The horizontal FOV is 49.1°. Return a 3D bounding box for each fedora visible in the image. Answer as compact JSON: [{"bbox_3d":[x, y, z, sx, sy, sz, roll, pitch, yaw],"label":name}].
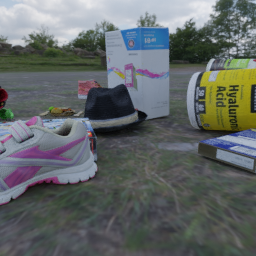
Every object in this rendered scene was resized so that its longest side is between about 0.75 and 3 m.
[{"bbox_3d":[-0.567,-0.668,8.157,2.443,1.115,2.443,-7,13,2],"label":"fedora"}]

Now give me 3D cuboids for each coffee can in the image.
[{"bbox_3d":[3.958,-1.190,8.874,2.710,1.983,1.983,7,16,30],"label":"coffee can"}]

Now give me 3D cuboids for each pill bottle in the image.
[{"bbox_3d":[3.176,-0.735,7.287,2.938,1.635,1.635,1,13,30],"label":"pill bottle"}]

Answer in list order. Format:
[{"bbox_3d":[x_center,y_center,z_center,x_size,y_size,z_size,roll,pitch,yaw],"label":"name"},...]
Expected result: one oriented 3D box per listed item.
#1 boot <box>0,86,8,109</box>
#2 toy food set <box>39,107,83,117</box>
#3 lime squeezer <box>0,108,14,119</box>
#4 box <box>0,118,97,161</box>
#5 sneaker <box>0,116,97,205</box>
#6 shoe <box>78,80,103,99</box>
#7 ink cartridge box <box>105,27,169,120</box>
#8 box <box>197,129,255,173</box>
[{"bbox_3d":[-4.673,-0.907,9.256,1.796,0.873,2.386,-10,12,26],"label":"boot"},{"bbox_3d":[-2.399,-0.641,10.197,1.440,0.289,0.994,1,14,6],"label":"toy food set"},{"bbox_3d":[-4.047,-0.457,9.081,1.959,0.369,0.692,2,1,35],"label":"lime squeezer"},{"bbox_3d":[-2.090,0.267,5.964,2.686,0.536,1.839,-3,14,-12],"label":"box"},{"bbox_3d":[-1.670,0.381,4.323,2.489,1.098,1.013,-10,17,-37],"label":"sneaker"},{"bbox_3d":[-1.531,-1.956,14.160,2.088,0.950,0.746,2,14,8],"label":"shoe"},{"bbox_3d":[0.311,-1.906,9.852,1.252,2.957,2.137,-14,19,-33],"label":"ink cartridge box"},{"bbox_3d":[2.640,0.395,5.859,2.109,0.342,1.277,-10,17,-36],"label":"box"}]
